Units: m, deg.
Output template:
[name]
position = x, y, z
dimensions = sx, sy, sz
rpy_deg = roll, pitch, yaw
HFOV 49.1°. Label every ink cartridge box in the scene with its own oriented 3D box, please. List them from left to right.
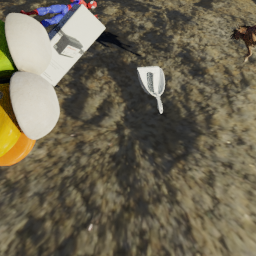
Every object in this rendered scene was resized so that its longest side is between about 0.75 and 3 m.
[ink cartridge box]
position = -1.565, -2.101, 6.925
dimensions = 1.857, 0.777, 1.347
rpy_deg = -46, 29, 6

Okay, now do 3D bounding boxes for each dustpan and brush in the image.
[dustpan and brush]
position = 0.679, -0.954, 7.025
dimensions = 0.828, 1.186, 0.340
rpy_deg = -14, 12, -39

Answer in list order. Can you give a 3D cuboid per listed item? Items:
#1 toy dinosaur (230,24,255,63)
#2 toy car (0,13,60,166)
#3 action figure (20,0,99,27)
[toy dinosaur]
position = 3.771, -2.806, 8.512
dimensions = 0.764, 1.780, 1.207
rpy_deg = -29, 91, -6
[toy car]
position = -1.954, -0.491, 4.170
dimensions = 1.912, 1.638, 2.185
rpy_deg = -12, 73, 1
[action figure]
position = -1.970, -3.647, 8.835
dimensions = 2.480, 0.809, 1.227
rpy_deg = -27, 30, -24
